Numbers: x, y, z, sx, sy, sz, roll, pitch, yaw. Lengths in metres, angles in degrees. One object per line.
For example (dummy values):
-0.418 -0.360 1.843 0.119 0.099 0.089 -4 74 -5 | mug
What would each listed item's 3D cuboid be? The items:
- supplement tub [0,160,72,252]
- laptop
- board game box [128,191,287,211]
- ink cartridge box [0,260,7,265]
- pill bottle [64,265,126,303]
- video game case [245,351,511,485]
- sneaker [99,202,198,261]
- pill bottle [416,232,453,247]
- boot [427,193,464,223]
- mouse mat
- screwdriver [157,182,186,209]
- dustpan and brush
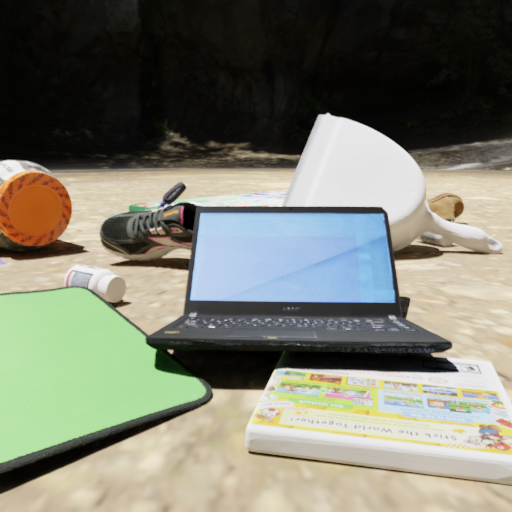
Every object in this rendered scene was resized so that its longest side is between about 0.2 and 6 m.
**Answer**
-4.453 -0.930 10.063 1.570 1.570 2.563 -10 14 -43 | supplement tub
0.354 0.067 5.352 2.286 1.332 2.579 0 0 3 | laptop
0.156 -0.880 12.049 3.192 0.691 4.744 10 15 40 | board game box
-4.417 0.056 8.601 0.815 0.192 0.806 5 12 34 | ink cartridge box
-1.864 0.343 6.520 0.679 0.406 0.406 8 14 33 | pill bottle
0.872 0.986 3.801 1.611 0.184 1.466 3 11 12 | video game case
-1.307 -0.494 8.475 2.134 0.857 0.921 -4 -23 -4 | sneaker
3.294 -0.415 10.399 0.410 0.410 0.722 -7 14 -30 | pill bottle
4.119 -0.865 12.467 2.280 0.839 0.860 -10 40 -43 | boot
-1.817 0.742 3.773 2.547 0.096 2.050 -7 26 -45 | mouse mat
-1.883 -0.753 10.308 1.640 0.239 0.229 -50 34 -12 | screwdriver
2.441 -0.816 9.481 3.621 2.527 1.036 17 -25 12 | dustpan and brush
